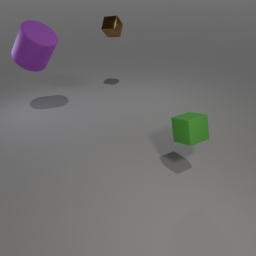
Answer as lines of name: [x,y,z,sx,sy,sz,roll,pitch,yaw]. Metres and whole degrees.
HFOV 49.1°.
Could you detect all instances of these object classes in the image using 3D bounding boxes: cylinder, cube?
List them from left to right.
cylinder: [-3.630,-3.167,10.878,1.400,1.400,1.400,22,43,-22]
cube: [-0.743,-4.778,13.222,0.700,0.700,0.700,5,-13,24]
cube: [1.695,0.006,7.634,0.700,0.700,0.700,-17,17,-29]
